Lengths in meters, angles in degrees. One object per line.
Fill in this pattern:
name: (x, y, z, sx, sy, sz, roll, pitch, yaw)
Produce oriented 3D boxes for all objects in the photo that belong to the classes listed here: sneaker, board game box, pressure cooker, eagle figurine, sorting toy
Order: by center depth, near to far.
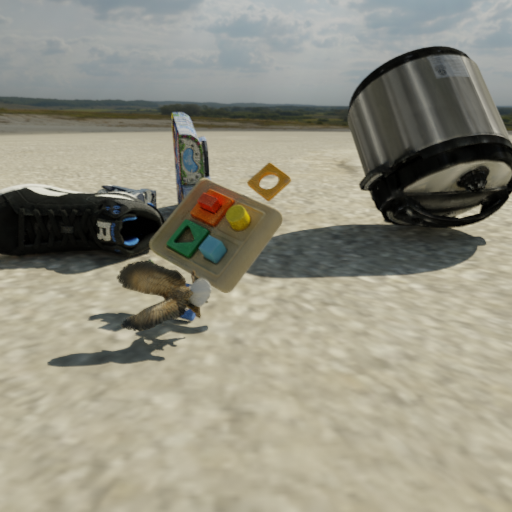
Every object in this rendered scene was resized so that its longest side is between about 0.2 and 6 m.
eagle figurine: (-1.035, 0.482, 6.336, 0.946, 0.714, 0.717, 8, 20, -36)
sorting toy: (-0.560, -0.367, 7.344, 1.419, 0.343, 2.521, 28, 72, 28)
sneaker: (-3.142, -0.578, 9.669, 3.326, 1.215, 1.861, -10, 17, -35)
pressure cooker: (3.517, -2.079, 11.309, 2.901, 3.299, 2.947, -23, -23, 22)
sneaker: (-2.961, -1.108, 12.314, 1.371, 0.841, 2.107, -2, 16, -3)
board game box: (-1.459, -1.880, 13.182, 0.750, 2.432, 2.431, -7, 31, -12)
